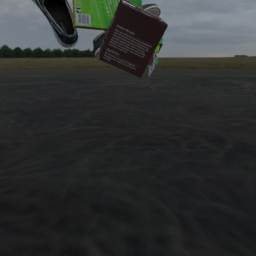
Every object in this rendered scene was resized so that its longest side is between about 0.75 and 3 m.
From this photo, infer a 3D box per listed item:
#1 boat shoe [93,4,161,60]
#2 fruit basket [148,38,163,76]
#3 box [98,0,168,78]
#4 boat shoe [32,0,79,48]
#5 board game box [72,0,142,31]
[{"bbox_3d":[-0.179,-3.123,8.723,2.561,0.730,0.856,-32,-24,28],"label":"boat shoe"},{"bbox_3d":[0.802,-2.285,8.741,0.540,1.152,1.067,-1,-7,-6],"label":"fruit basket"},{"bbox_3d":[0.041,-1.297,4.033,0.683,0.823,0.676,22,25,-15],"label":"box"},{"bbox_3d":[-1.949,-3.382,7.378,0.897,2.488,0.882,-33,6,-20],"label":"boat shoe"},{"bbox_3d":[-0.345,-2.114,5.121,1.336,0.638,0.200,-4,7,-24],"label":"board game box"}]
